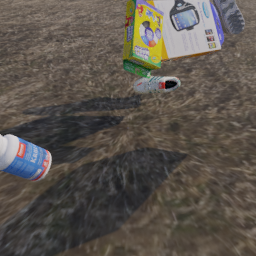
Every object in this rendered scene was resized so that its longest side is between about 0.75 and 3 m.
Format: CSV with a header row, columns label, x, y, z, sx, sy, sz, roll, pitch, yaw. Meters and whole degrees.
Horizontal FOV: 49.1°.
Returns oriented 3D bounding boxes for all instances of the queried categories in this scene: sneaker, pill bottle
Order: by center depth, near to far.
label,x,y,z,sx,sy,sz,roll,pitch,yaw
pill bottle,-1.661,0.417,4.145,0.531,0.947,0.531,-19,56,31
sneaker,0.682,-1.031,6.613,1.151,0.405,0.538,-3,8,4
sneaker,2.759,-3.709,8.347,0.747,1.999,0.819,-24,16,-9

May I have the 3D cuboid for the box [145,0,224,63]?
label,x,y,z,sx,sy,sz,roll,pitch,yaw
box,1.484,-2.555,7.283,2.407,1.433,0.499,-17,3,-32

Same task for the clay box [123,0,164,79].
label,x,y,z,sx,sy,sz,roll,pitch,yaw
clay box,0.247,-1.385,4.403,0.633,1.101,0.262,9,-10,-41
